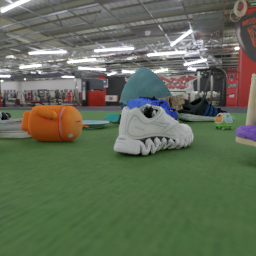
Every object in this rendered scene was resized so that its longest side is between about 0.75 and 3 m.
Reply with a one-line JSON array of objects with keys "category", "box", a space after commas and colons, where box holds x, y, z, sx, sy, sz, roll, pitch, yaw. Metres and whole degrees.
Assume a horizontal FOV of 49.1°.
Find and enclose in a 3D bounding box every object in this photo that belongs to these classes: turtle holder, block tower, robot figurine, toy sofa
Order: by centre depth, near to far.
[{"category": "toy sofa", "box": [3.048, -0.135, 3.942, 1.376, 1.168, 2.821, -5, 14, -33]}, {"category": "robot figurine", "box": [-1.797, -0.113, 6.859, 1.547, 1.113, 0.902, 1, 32, 8]}, {"category": "turtle holder", "box": [3.469, -0.246, 9.925, 0.790, 0.561, 0.601, 0, 5, -1]}, {"category": "block tower", "box": [1.080, -0.854, 10.944, 2.147, 0.580, 0.621, -8, 4, 28]}]

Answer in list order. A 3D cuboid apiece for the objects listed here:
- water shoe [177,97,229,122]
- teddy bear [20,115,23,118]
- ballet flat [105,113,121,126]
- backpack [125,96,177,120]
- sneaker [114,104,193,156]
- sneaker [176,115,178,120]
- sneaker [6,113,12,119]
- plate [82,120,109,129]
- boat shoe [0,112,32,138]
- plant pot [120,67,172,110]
[{"category": "water shoe", "box": [3.794, -0.924, 13.675, 2.986, 1.178, 1.067, -3, 6, -25]}, {"category": "teddy bear", "box": [-3.354, -0.225, 10.480, 1.225, 0.564, 1.690, 6, -3, -10]}, {"category": "ballet flat", "box": [-0.261, -0.293, 11.060, 1.412, 0.508, 0.508, 0, 5, 29]}, {"category": "backpack", "box": [0.544, -0.255, 7.163, 1.161, 1.124, 1.383, 6, 7, 31]}, {"category": "sneaker", "box": [0.664, -0.018, 5.789, 0.869, 0.938, 2.313, 3, 5, 39]}, {"category": "sneaker", "box": [1.365, -0.295, 11.299, 1.328, 0.504, 0.603, -5, -21, 16]}, {"category": "sneaker", "box": [-6.019, -0.663, 11.777, 0.879, 1.061, 2.225, 3, 5, 44]}, {"category": "plate", "box": [-1.593, -0.122, 10.403, 1.812, 0.232, 1.812, 0, 5, 0]}, {"category": "boat shoe", "box": [-3.426, -0.103, 7.691, 1.973, 0.703, 0.688, 0, 6, 1]}, {"category": "plant pot", "box": [0.622, -1.228, 12.675, 1.692, 2.513, 2.513, -39, 17, -13]}]
